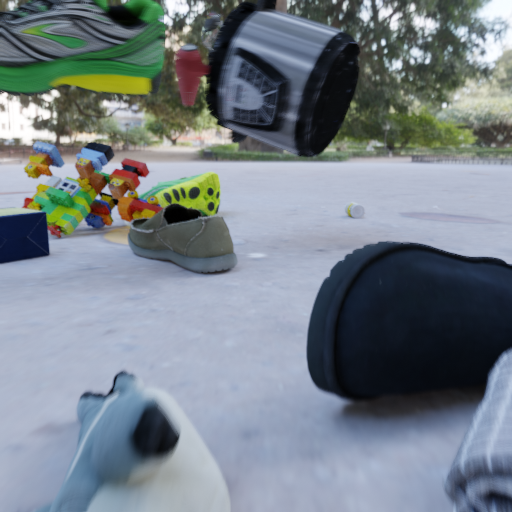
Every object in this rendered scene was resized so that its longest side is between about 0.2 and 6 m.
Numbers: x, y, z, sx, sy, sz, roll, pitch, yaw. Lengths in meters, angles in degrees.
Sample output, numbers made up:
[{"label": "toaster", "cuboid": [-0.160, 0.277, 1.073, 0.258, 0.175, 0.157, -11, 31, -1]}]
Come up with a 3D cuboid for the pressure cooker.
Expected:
[{"label": "pressure cooker", "cuboid": [0.294, -3.104, 9.954, 2.545, 2.238, 2.273, 26, -10, 18]}]

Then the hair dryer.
[{"label": "hair dryer", "cuboid": [-1.055, -4.198, 12.623, 1.576, 2.070, 0.562, 38, 28, -25]}]

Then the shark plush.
[{"label": "shark plush", "cuboid": [-0.821, 1.029, 2.691, 1.038, 1.132, 2.492, -35, 27, -13]}]

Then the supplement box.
[{"label": "supplement box", "cuboid": [-4.265, -0.355, 9.338, 1.133, 0.762, 1.134, 10, 15, 39]}]

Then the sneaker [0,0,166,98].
[{"label": "sneaker", "cuboid": [-2.735, -2.972, 7.274, 3.302, 1.407, 1.288, -12, 47, -35]}]

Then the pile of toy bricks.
[{"label": "pile of toy bricks", "cuboid": [-3.760, -1.100, 11.586, 3.609, 2.002, 1.782, 17, 56, 23]}]

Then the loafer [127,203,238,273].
[{"label": "loafer", "cuboid": [-1.231, -0.411, 9.149, 1.018, 0.943, 2.708, -10, 15, -40]}]

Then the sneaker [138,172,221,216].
[{"label": "sneaker", "cuboid": [-1.866, -1.484, 13.782, 1.330, 1.179, 3.183, 10, 15, 24]}]

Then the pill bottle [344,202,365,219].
[{"label": "pill bottle", "cuboid": [2.477, -1.168, 14.238, 0.373, 0.373, 0.670, -2, 13, -10]}]

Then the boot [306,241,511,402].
[{"label": "boot", "cuboid": [2.212, 0.542, 3.927, 3.050, 1.165, 2.563, -2, 6, -43]}]

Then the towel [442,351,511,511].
[{"label": "towel", "cuboid": [1.962, 1.033, 2.535, 1.879, 0.804, 1.556, 7, 14, 30]}]
